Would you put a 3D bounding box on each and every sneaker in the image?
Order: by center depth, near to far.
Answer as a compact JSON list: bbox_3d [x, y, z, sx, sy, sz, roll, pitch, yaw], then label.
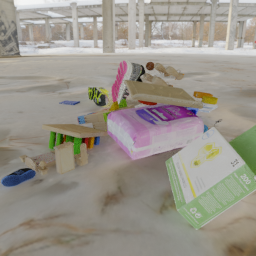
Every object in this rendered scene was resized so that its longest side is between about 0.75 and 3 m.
[{"bbox_3d":[-2.743,1.206,6.932,0.335,0.301,0.859,10,16,43],"label":"sneaker"},{"bbox_3d":[0.028,-1.902,12.806,1.223,2.795,1.031,-3,54,-21],"label":"sneaker"},{"bbox_3d":[-1.367,-1.749,14.466,0.939,0.927,2.457,-8,22,-20],"label":"sneaker"}]

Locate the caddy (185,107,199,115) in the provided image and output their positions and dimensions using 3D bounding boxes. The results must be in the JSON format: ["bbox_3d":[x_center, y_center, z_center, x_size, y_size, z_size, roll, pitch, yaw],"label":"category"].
[{"bbox_3d":[2.398,-0.886,12.051,1.237,0.875,0.650,2,15,9],"label":"caddy"}]

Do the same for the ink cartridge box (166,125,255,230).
[{"bbox_3d":[2.211,0.521,5.816,2.914,0.699,2.120,-40,13,13],"label":"ink cartridge box"}]

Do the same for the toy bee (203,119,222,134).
[{"bbox_3d":[2.666,0.177,9.523,1.152,0.626,0.754,-24,-17,37],"label":"toy bee"}]

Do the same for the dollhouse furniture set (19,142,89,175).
[{"bbox_3d":[-2.099,0.622,7.857,1.552,0.758,1.323,18,25,41],"label":"dollhouse furniture set"}]

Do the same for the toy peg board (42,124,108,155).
[{"bbox_3d":[-1.706,0.358,8.986,1.516,0.741,1.509,12,7,27],"label":"toy peg board"}]

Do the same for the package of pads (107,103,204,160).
[{"bbox_3d":[0.881,0.003,8.930,2.755,1.042,1.660,-11,36,-30],"label":"package of pads"}]

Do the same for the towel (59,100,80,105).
[{"bbox_3d":[-3.011,-1.333,14.489,0.918,0.110,0.665,7,19,19],"label":"towel"}]

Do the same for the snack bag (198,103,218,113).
[{"bbox_3d":[3.552,-1.030,13.564,1.241,0.141,1.316,14,23,33],"label":"snack bag"}]

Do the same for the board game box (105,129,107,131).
[{"bbox_3d":[-0.365,0.197,10.021,0.458,0.144,0.959,-11,20,-37],"label":"board game box"}]

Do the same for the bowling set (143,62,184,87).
[{"bbox_3d":[1.390,-2.202,11.945,1.104,1.431,2.056,22,-41,-37],"label":"bowling set"}]

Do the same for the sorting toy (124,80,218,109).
[{"bbox_3d":[1.411,-0.931,8.596,2.937,0.393,2.188,7,18,-11],"label":"sorting toy"}]

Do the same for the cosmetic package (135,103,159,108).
[{"bbox_3d":[0.906,-0.781,12.268,0.820,0.503,1.988,15,23,30],"label":"cosmetic package"}]

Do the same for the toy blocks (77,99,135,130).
[{"bbox_3d":[-0.779,-0.374,10.400,1.569,1.147,2.295,-6,9,30],"label":"toy blocks"}]

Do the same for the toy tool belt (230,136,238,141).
[{"bbox_3d":[3.012,0.677,7.268,1.047,1.030,1.676,14,24,35],"label":"toy tool belt"}]
